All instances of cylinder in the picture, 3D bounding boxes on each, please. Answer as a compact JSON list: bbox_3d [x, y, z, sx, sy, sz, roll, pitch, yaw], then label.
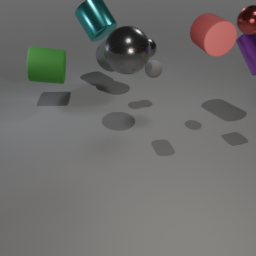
[{"bbox_3d":[-3.329,-2.585,11.590,1.400,1.400,1.400,4,31,-9],"label":"cylinder"},{"bbox_3d":[-1.408,-4.808,12.440,1.400,1.400,1.400,-32,4,2],"label":"cylinder"},{"bbox_3d":[1.733,-1.919,5.747,0.700,0.700,0.700,-7,36,-12],"label":"cylinder"},{"bbox_3d":[-0.555,-3.425,12.573,1.400,1.400,1.400,-22,0,-31],"label":"cylinder"},{"bbox_3d":[4.613,-2.702,9.468,1.400,1.400,1.400,-25,0,0],"label":"cylinder"}]

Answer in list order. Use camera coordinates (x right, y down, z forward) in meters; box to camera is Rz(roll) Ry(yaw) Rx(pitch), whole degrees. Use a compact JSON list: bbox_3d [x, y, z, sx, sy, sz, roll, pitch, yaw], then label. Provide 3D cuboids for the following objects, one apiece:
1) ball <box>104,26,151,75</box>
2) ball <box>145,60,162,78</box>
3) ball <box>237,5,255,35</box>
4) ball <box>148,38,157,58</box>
[{"bbox_3d":[-0.023,-2.310,8.370,1.400,1.400,1.400,0,32,0],"label":"ball"},{"bbox_3d":[1.014,-2.335,11.091,0.700,0.700,0.700,0,32,0],"label":"ball"},{"bbox_3d":[3.132,-2.738,7.107,0.700,0.700,0.700,0,32,0],"label":"ball"},{"bbox_3d":[0.673,-2.839,9.976,0.700,0.700,0.700,0,32,0],"label":"ball"}]
